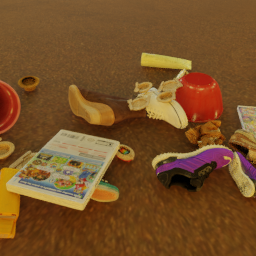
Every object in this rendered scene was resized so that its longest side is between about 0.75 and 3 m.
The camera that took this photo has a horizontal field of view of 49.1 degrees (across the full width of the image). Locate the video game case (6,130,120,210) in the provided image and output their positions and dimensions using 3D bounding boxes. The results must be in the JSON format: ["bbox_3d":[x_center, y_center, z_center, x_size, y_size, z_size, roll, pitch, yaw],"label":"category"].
[{"bbox_3d":[-1.693,1.029,8.192,2.141,0.269,2.990,11,30,12],"label":"video game case"}]

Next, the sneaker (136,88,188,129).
[{"bbox_3d":[1.256,-0.674,11.055,1.003,1.034,2.832,-25,35,-14],"label":"sneaker"}]

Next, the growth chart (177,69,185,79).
[{"bbox_3d":[2.258,-2.307,12.040,0.074,0.608,0.840,41,16,-3],"label":"growth chart"}]

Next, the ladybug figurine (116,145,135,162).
[{"bbox_3d":[-0.118,0.869,9.409,0.563,0.298,0.830,-26,44,-31],"label":"ladybug figurine"}]

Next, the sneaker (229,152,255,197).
[{"bbox_3d":[3.703,1.429,8.502,0.858,0.600,1.724,7,37,-8],"label":"sneaker"}]

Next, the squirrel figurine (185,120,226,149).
[{"bbox_3d":[2.656,0.383,9.796,1.241,0.878,1.158,9,46,35],"label":"squirrel figurine"}]

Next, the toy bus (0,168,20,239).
[{"bbox_3d":[-3.180,1.959,7.369,0.577,0.694,1.772,13,37,-27],"label":"toy bus"}]

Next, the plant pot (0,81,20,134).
[{"bbox_3d":[-5.436,-0.884,10.528,2.083,2.083,1.864,-32,32,-35],"label":"plant pot"}]

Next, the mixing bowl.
[{"bbox_3d":[2.858,-1.461,11.686,2.452,1.328,2.452,1,37,-1],"label":"mixing bowl"}]

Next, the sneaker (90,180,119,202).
[{"bbox_3d":[-1.107,1.577,8.150,1.892,0.675,0.756,9,42,14],"label":"sneaker"}]

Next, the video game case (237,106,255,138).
[{"bbox_3d":[5.297,-0.032,10.674,1.814,0.228,2.533,5,37,7],"label":"video game case"}]

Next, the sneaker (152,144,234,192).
[{"bbox_3d":[2.090,1.326,8.430,2.531,0.880,1.259,-10,42,-5],"label":"sneaker"}]

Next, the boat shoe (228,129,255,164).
[{"bbox_3d":[4.198,0.867,9.137,0.741,0.781,2.063,-37,48,-14],"label":"boat shoe"}]

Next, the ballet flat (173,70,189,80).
[{"bbox_3d":[2.645,-2.522,13.706,0.615,0.615,1.740,18,40,23],"label":"ballet flat"}]

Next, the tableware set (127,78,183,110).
[{"bbox_3d":[1.046,-1.382,11.021,2.212,0.257,1.848,-8,36,17],"label":"tableware set"}]

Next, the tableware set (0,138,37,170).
[{"bbox_3d":[-4.002,1.257,8.887,2.656,0.308,2.219,15,40,19],"label":"tableware set"}]

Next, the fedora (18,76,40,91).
[{"bbox_3d":[-4.647,-2.049,13.195,1.055,0.430,1.055,2,42,-2],"label":"fedora"}]

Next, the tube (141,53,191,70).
[{"bbox_3d":[2.048,-3.522,15.049,2.693,0.699,0.781,8,80,6],"label":"tube"}]

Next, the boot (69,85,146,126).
[{"bbox_3d":[-0.952,-1.003,11.620,2.454,1.068,2.951,-9,35,-31],"label":"boot"}]
